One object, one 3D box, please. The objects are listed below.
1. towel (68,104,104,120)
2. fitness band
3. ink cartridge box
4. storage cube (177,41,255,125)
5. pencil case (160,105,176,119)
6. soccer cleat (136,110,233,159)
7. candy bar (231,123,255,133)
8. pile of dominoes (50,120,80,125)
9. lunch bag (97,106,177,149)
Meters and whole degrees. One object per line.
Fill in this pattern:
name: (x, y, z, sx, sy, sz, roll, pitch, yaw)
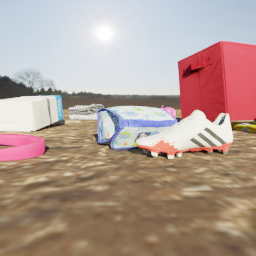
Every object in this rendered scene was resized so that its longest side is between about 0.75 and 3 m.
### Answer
towel: (-2.257, -0.901, 15.451, 1.593, 0.824, 1.924, 0, 5, 10)
fitness band: (-2.025, 0.294, 4.674, 1.119, 0.292, 1.558, 0, 5, -34)
ink cartridge box: (-3.353, -0.539, 9.328, 1.616, 0.933, 2.213, 0, 10, 9)
storage cube: (3.258, -1.302, 9.390, 2.638, 2.371, 2.255, -3, -3, -25)
pencil case: (1.485, -0.506, 11.041, 0.776, 0.752, 1.656, -9, 5, 2)
soccer cleat: (0.915, 0.076, 4.433, 1.685, 0.718, 0.578, -1, 5, -17)
candy bar: (3.640, 0.010, 8.183, 0.484, 0.215, 1.941, -1, 4, -11)
pile of dominoes: (-3.595, -0.412, 12.293, 2.405, 0.383, 1.875, 2, 5, 32)
lunch bag: (0.120, -0.040, 5.216, 1.107, 0.829, 1.302, -2, -4, -24)
